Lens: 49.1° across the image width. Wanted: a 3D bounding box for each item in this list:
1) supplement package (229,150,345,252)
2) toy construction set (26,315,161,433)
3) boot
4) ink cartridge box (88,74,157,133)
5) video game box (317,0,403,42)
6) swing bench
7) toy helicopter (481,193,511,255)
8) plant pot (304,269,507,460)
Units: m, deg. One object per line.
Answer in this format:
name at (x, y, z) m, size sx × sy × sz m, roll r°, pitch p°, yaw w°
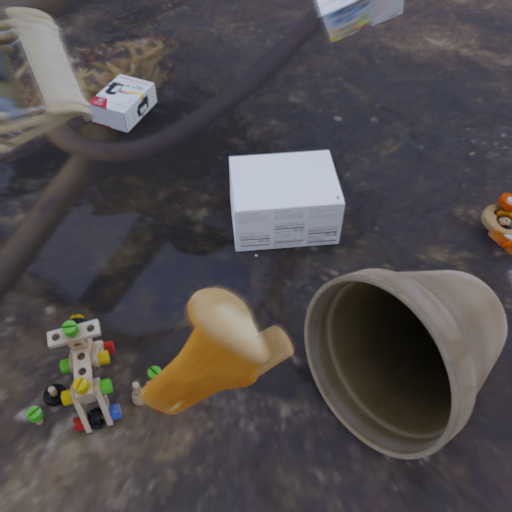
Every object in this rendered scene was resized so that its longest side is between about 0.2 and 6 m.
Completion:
supplement package at (0.474, -0.976, 9.750) m, size 1.814 × 1.006 × 1.413 m, roll -4°, pitch 50°, yaw -4°
toy construction set at (-2.077, 1.507, 7.423) m, size 1.683 × 1.293 × 1.404 m, roll 9°, pitch 50°, yaw 7°
boot at (-0.484, 0.906, 4.655) m, size 1.234 × 1.723 × 0.606 m, roll -30°, pitch 63°, yaw 11°
ink cartridge box at (-2.863, -3.315, 12.092) m, size 0.916 × 0.520 × 1.257 m, roll 18°, pitch 52°, yaw 15°
video game box at (1.989, -4.686, 10.537) m, size 1.487 × 1.632 × 0.382 m, roll -20°, pitch 89°, yaw 14°
swing bench at (-2.848, -2.117, 6.710) m, size 1.297 × 0.842 × 1.290 m, roll -23°, pitch 92°, yaw -5°
toy helicopter at (4.508, -0.331, 9.530) m, size 1.479 × 0.583 × 0.978 m, roll 37°, pitch 53°, yaw 15°
plant pot at (2.162, 1.120, 7.359) m, size 2.033 × 2.343 × 2.343 m, roll -17°, pitch 50°, yaw -35°
